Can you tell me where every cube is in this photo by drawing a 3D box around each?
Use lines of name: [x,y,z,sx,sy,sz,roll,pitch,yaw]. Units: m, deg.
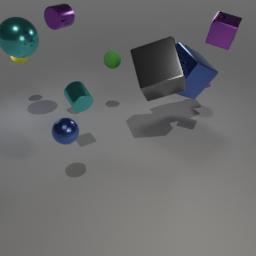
cube: [2.722,-2.776,7.984,0.700,0.700,0.700,24,50,14]
cube: [1.019,-1.874,9.172,1.400,1.400,1.400,-16,-14,10]
cube: [2.255,-2.158,10.747,1.400,1.400,1.400,8,40,-43]

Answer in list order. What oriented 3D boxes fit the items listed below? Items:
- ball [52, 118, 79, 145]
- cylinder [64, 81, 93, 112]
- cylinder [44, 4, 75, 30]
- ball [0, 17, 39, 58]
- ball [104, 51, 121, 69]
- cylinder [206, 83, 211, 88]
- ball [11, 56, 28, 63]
ball: [-1.614,0.082,7.238,0.700,0.700,0.700,0,30,0]
cylinder: [-1.534,-0.968,8.679,0.700,0.700,0.700,-18,58,-28]
cylinder: [-2.198,-3.575,8.987,0.700,0.700,0.700,16,35,25]
ball: [-3.878,-3.192,9.924,1.400,1.400,1.400,0,30,0]
ball: [-0.628,-2.732,11.220,0.700,0.700,0.700,0,30,0]
cylinder: [3.212,-2.116,12.235,0.700,0.700,0.700,-6,-4,0]
ball: [-4.574,-3.083,11.803,0.700,0.700,0.700,0,30,0]
